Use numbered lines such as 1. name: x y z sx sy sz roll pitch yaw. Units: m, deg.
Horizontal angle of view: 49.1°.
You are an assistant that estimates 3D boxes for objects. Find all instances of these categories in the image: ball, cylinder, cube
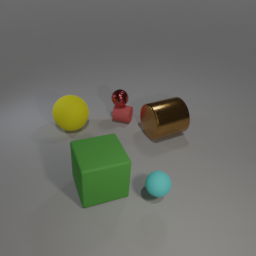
1. ball: -0.325 -1.211 11.303 0.700 0.700 0.700 0 33 0
2. cylinder: 1.389 -0.372 10.667 1.400 1.400 1.400 -15 36 -21
3. cylinder: -0.214 -0.612 11.686 0.700 0.700 0.700 10 35 14
4. ball: 0.819 1.509 7.583 0.700 0.700 0.700 0 33 0
5. ball: -2.254 -0.597 11.044 1.400 1.400 1.400 0 33 0
6. cube: -0.825 1.201 8.185 1.400 1.400 1.400 -10 37 -19
